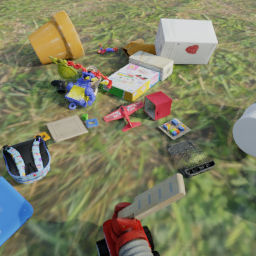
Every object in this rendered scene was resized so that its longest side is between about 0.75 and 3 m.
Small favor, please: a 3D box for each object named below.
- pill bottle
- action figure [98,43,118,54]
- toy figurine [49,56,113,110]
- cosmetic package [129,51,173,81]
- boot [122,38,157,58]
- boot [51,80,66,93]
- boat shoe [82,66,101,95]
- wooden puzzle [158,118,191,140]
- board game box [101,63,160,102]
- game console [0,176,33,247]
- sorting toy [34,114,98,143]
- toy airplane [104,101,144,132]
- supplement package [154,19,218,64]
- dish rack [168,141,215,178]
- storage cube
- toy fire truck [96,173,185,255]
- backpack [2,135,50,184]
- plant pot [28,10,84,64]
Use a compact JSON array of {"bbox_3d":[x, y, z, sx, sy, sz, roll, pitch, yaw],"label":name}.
[{"bbox_3d":[4.688,-0.307,8.910,2.815,1.609,1.609,-30,48,-32],"label":"pill bottle"},{"bbox_3d":[-1.079,-4.163,14.506,1.081,0.535,0.353,-20,43,-19],"label":"action figure"},{"bbox_3d":[-2.081,-1.528,10.654,2.658,1.402,1.593,21,86,23],"label":"toy figurine"},{"bbox_3d":[1.038,-2.862,12.786,1.827,0.668,0.946,24,46,25],"label":"cosmetic package"},{"bbox_3d":[0.679,-3.774,14.060,1.293,0.636,1.807,-38,60,-21],"label":"boot"},{"bbox_3d":[-2.929,-1.717,11.740,0.645,0.257,0.783,-7,44,-6],"label":"boot"},{"bbox_3d":[-1.591,-2.161,11.934,0.782,0.648,2.176,0,39,0],"label":"boat shoe"},{"bbox_3d":[1.617,-0.018,9.681,0.873,0.202,0.809,-23,44,-25],"label":"wooden puzzle"},{"bbox_3d":[0.139,-1.997,11.911,1.598,0.421,2.088,25,45,27],"label":"board game box"},{"bbox_3d":[-3.982,2.326,6.806,2.092,1.450,2.450,44,50,2],"label":"game console"},{"bbox_3d":[-2.085,0.068,9.526,2.161,0.294,1.217,-18,39,-21],"label":"sorting toy"},{"bbox_3d":[-0.038,-0.412,10.046,1.567,0.288,1.567,-12,40,10],"label":"toy airplane"},{"bbox_3d":[2.639,-4.004,13.093,2.448,1.484,1.466,-1,61,-8],"label":"supplement package"},{"bbox_3d":[1.853,0.869,8.418,0.983,0.350,1.282,-15,50,-19],"label":"dish rack"},{"bbox_3d":[1.089,-0.832,10.274,0.744,0.708,0.828,-20,43,-23],"label":"storage cube"},{"bbox_3d":[0.348,2.243,5.076,1.630,2.534,2.230,-12,41,-13],"label":"toy fire truck"},{"bbox_3d":[-2.754,1.005,7.864,1.245,0.918,1.364,-19,42,-21],"label":"backpack"},{"bbox_3d":[-3.494,-4.088,13.312,2.030,2.217,2.217,-27,45,-8],"label":"plant pot"}]
